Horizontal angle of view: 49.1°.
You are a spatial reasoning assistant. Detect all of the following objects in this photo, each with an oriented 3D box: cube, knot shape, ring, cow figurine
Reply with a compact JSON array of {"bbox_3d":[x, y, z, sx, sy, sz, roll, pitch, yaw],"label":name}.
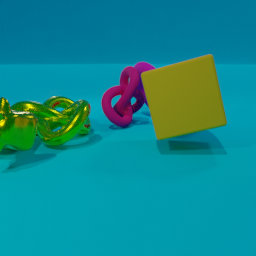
[{"bbox_3d":[1.086,-0.628,5.605,1.295,1.295,1.295,-13,8,10],"label":"cube"},{"bbox_3d":[-1.765,-0.211,6.371,1.836,0.907,1.962,-2,12,-8],"label":"knot shape"},{"bbox_3d":[0.753,-1.122,8.441,0.378,1.888,1.888,-33,23,-12],"label":"ring"},{"bbox_3d":[-0.060,-0.904,7.696,0.782,1.583,1.692,17,15,18],"label":"knot shape"},{"bbox_3d":[-2.420,-0.025,5.011,1.740,0.955,1.712,9,-5,3],"label":"cow figurine"}]
